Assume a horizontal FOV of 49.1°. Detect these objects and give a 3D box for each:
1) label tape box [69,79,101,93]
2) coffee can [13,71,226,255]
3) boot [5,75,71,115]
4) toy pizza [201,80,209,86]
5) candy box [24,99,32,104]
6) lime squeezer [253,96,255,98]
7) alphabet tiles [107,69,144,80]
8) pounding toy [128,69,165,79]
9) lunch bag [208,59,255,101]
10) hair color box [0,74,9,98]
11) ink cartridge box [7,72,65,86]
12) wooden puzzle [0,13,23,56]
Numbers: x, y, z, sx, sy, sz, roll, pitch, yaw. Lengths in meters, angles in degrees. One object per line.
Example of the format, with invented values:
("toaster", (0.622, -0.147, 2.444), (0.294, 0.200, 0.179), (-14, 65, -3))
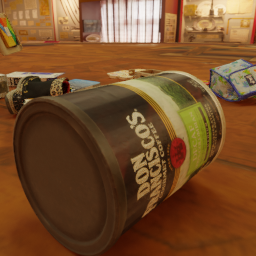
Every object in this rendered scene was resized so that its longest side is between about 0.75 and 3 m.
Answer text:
("label tape box", (-2.004, -1.264, 10.017), (1.282, 0.592, 1.790), (13, 28, 31))
("coffee can", (0.008, 0.245, 4.009), (1.856, 1.856, 2.536), (16, 26, 37))
("boot", (-2.677, -1.236, 9.081), (1.812, 0.866, 2.399), (-11, 26, 7))
("toy pizza", (3.158, -1.960, 12.379), (1.455, 0.231, 1.455), (0, 20, 0))
("candy box", (-1.815, -0.216, 6.992), (1.511, 0.676, 2.216), (-7, 21, -16))
("lime squeezer", (4.587, -1.652, 10.975), (0.412, 0.772, 2.186), (32, 42, -22))
("alphabet tiles", (0.295, -2.878, 14.945), (2.547, 0.190, 2.605), (15, 25, 35))
("pounding toy", (0.620, -2.008, 11.746), (1.454, 0.757, 1.655), (-15, 25, -36))
("lunch bag", (4.059, -1.656, 10.143), (1.533, 1.149, 1.803), (-20, 40, -13))
("hair color box", (-6.010, -1.626, 10.569), (2.828, 0.857, 1.400), (11, 23, 29))
("ink cartridge box", (-4.224, -2.197, 12.665), (2.560, 0.502, 1.273), (3, 20, 11))
("wooden puzzle", (-4.030, -3.117, 9.200), (0.268, 1.331, 1.439), (-17, 21, 10))
